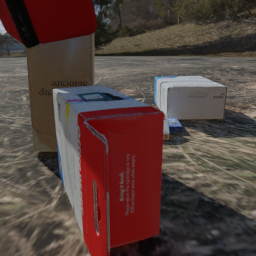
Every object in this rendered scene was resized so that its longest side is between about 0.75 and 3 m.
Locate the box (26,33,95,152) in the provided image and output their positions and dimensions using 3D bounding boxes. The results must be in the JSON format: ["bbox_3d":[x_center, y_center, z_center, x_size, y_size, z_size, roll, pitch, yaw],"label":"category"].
[{"bbox_3d":[-1.414,-1.028,6.226,1.399,2.947,1.146,-2,15,-5],"label":"box"}]

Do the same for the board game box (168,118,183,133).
[{"bbox_3d":[1.000,-0.087,7.892,0.894,0.194,0.890,-1,16,-2],"label":"board game box"}]

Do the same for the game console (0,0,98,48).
[{"bbox_3d":[-1.597,-2.488,4.545,1.185,1.997,1.721,-31,44,-23],"label":"game console"}]

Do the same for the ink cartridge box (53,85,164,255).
[{"bbox_3d":[-0.327,0.412,3.838,0.946,1.635,2.814,-7,19,-21],"label":"ink cartridge box"}]

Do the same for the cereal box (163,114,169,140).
[{"bbox_3d":[0.451,-0.057,7.270,1.210,0.239,0.871,0,38,3],"label":"cereal box"}]

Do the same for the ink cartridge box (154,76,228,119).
[{"bbox_3d":[2.015,-1.118,9.714,1.861,1.074,2.565,-1,17,-3],"label":"ink cartridge box"}]
